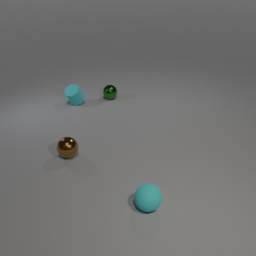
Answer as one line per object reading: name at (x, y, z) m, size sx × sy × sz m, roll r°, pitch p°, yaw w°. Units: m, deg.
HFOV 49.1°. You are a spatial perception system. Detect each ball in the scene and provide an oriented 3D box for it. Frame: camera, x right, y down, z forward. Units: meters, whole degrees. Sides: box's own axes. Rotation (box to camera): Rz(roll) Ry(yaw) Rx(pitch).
ball at (-1.983, 0.633, 9.191) m, size 0.700 × 0.700 × 0.700 m, roll 0°, pitch 29°, yaw 0°
ball at (-0.858, -1.722, 13.436) m, size 0.700 × 0.700 × 0.700 m, roll 0°, pitch 29°, yaw 0°
ball at (0.517, 1.778, 7.158) m, size 0.700 × 0.700 × 0.700 m, roll 0°, pitch 29°, yaw 0°

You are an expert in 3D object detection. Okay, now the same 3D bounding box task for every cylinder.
cylinder at (-2.436, -1.517, 12.819) m, size 0.700 × 0.700 × 0.700 m, roll -8°, pitch 56°, yaw 12°
